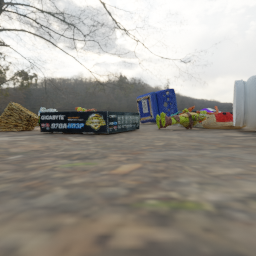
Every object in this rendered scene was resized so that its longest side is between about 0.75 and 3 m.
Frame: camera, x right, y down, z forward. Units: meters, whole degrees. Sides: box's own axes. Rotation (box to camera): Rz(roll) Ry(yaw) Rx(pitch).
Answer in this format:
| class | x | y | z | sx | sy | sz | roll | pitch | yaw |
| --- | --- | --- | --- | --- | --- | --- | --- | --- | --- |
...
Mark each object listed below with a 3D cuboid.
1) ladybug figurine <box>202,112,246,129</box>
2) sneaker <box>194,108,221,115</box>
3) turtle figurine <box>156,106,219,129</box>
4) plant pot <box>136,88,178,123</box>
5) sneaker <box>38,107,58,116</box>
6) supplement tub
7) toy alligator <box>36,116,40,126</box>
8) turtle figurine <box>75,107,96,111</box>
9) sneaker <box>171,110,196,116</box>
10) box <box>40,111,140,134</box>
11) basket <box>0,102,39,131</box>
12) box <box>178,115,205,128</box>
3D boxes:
| class | x | y | z | sx | sy | sz | roll | pitch | yaw |
| --- | --- | --- | --- | --- | --- | --- | --- | --- | --- |
| ladybug figurine | 3.828 | -0.300 | 11.024 | 1.778 | 0.640 | 1.207 | 0 | 3 | -2 |
| sneaker | 3.665 | -0.552 | 14.030 | 1.265 | 0.884 | 2.543 | -1 | 3 | -6 |
| turtle figurine | 2.107 | -0.342 | 10.503 | 1.984 | 0.792 | 2.460 | -8 | 8 | -10 |
| plant pot | 1.757 | -1.331 | 17.806 | 1.864 | 2.073 | 2.073 | -8 | 0 | -33 |
| sneaker | -4.077 | -0.622 | 15.468 | 2.044 | 0.825 | 0.782 | 12 | 4 | 16 |
| supplement tub | 4.778 | -0.820 | 9.038 | 2.534 | 1.842 | 1.842 | 1 | 3 | 17 |
| toy alligator | -4.297 | -0.370 | 14.047 | 0.375 | 0.517 | 1.559 | 1 | 3 | 25 |
| turtle figurine | -2.055 | -0.592 | 13.030 | 1.795 | 0.578 | 1.448 | -9 | -29 | 19 |
| sneaker | 3.128 | -0.669 | 15.874 | 1.620 | 0.628 | 0.739 | -20 | -32 | 27 |
| box | -1.061 | -0.207 | 8.873 | 2.182 | 0.631 | 2.745 | 1 | 3 | 21 |
| basket | -3.802 | -0.153 | 9.692 | 1.076 | 1.124 | 1.508 | 33 | -5 | -13 |
| box | 2.930 | -0.297 | 12.250 | 0.639 | 0.532 | 1.556 | -2 | 2 | -32 |
